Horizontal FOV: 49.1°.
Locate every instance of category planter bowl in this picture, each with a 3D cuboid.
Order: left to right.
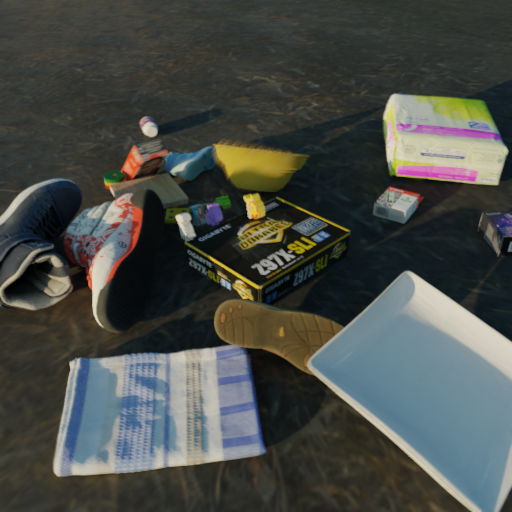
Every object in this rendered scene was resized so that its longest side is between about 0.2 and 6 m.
[{"bbox_3d":[0.070,-1.999,12.966,2.236,0.931,2.236,6,11,-1],"label":"planter bowl"}]

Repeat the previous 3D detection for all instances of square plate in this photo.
[{"bbox_3d":[2.514,1.711,7.746,2.783,0.400,2.810,38,48,21],"label":"square plate"}]

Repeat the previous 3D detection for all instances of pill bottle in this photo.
[{"bbox_3d":[-3.091,-3.715,16.206,0.412,0.412,0.740,-11,36,-16],"label":"pill bottle"}]

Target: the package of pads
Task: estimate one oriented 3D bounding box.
[{"bbox_3d":[4.736,-3.122,14.653,2.709,1.196,3.507,7,34,8],"label":"package of pads"}]

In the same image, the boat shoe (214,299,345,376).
[{"bbox_3d":[0.582,1.185,8.601,2.405,0.866,0.812,17,6,7],"label":"boat shoe"}]

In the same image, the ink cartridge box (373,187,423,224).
[{"bbox_3d":[3.246,-1.247,12.635,0.741,0.342,1.359,19,40,27],"label":"ink cartridge box"}]

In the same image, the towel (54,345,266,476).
[{"bbox_3d":[-1.332,2.056,7.821,2.723,0.324,2.000,-4,35,-6],"label":"towel"}]

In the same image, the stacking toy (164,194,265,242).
[{"bbox_3d":[-1.023,-0.805,11.414,1.657,0.516,2.198,-18,12,-24],"label":"stacking toy"}]

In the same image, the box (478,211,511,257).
[{"bbox_3d":[5.056,-0.458,11.346,0.710,0.500,0.959,-5,35,-6],"label":"box"}]

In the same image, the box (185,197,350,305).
[{"bbox_3d":[0.244,-0.147,10.799,2.544,0.628,2.031,-29,45,-35],"label":"box"}]

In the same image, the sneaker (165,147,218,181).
[{"bbox_3d":[-1.709,-2.458,14.205,1.000,0.609,1.532,17,34,25],"label":"sneaker"}]

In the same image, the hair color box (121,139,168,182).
[{"bbox_3d":[-2.640,-2.152,13.116,0.722,1.422,0.436,-24,83,-30],"label":"hair color box"}]

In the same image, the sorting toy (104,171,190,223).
[{"bbox_3d":[-2.340,-1.181,12.412,1.391,0.488,2.886,-16,37,-22],"label":"sorting toy"}]

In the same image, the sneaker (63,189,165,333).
[{"bbox_3d":[-2.743,0.158,10.121,1.675,1.043,3.124,-12,46,20],"label":"sneaker"}]

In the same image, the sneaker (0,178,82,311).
[{"bbox_3d":[-3.823,-0.260,10.210,2.331,1.227,3.226,10,44,32],"label":"sneaker"}]
